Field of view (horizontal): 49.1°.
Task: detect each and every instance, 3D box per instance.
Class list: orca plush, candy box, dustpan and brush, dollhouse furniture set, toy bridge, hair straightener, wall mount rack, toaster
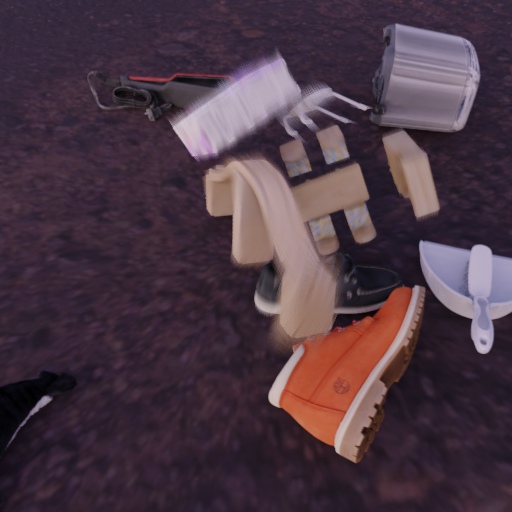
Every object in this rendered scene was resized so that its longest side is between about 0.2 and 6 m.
[{"bbox_3d":[-3.648,2.370,6.922,3.092,1.099,1.627,-33,54,-29],"label":"orca plush"},{"bbox_3d":[-0.363,-2.387,9.179,1.746,0.625,1.465,-38,19,-12],"label":"candy box"},{"bbox_3d":[3.531,0.599,8.892,1.977,0.811,2.833,12,46,12],"label":"dustpan and brush"},{"bbox_3d":[1.627,-1.070,8.995,2.098,1.839,1.394,-19,27,9],"label":"dollhouse furniture set"},{"bbox_3d":[-0.018,-0.661,8.674,0.630,1.556,4.628,-7,28,-17],"label":"toy bridge"},{"bbox_3d":[-2.437,-3.914,13.410,3.806,0.779,1.464,13,47,13],"label":"hair straightener"},{"bbox_3d":[1.090,-2.359,9.164,1.129,1.299,0.484,-20,93,-14],"label":"wall mount rack"},{"bbox_3d":[3.757,-3.979,12.707,2.065,1.817,3.198,10,39,7],"label":"toaster"}]

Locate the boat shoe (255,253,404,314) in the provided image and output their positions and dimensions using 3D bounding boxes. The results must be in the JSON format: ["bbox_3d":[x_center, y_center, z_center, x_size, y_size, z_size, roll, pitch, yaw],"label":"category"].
[{"bbox_3d":[1.222,0.349,9.070,2.493,0.827,0.932,-1,34,-2],"label":"boat shoe"}]

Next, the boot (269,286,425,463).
[{"bbox_3d":[1.410,1.307,8.063,1.577,1.103,2.941,22,50,27],"label":"boot"}]
